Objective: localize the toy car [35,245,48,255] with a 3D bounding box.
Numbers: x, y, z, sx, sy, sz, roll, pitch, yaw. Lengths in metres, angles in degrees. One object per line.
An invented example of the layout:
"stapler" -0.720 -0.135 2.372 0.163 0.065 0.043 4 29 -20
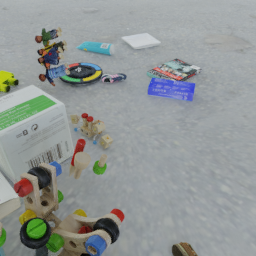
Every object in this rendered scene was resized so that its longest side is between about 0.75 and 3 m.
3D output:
"toy car" -0.974 2.595 4.190 1.972 2.053 2.500 -37 17 2

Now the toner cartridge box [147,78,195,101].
"toner cartridge box" 1.665 -1.487 10.711 1.711 0.369 0.813 10 38 12

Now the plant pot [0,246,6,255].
"plant pot" -3.827 2.384 3.917 2.758 2.935 2.935 6 36 28

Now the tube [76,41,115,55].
"tube" -1.605 -4.042 13.964 2.005 0.505 0.777 17 40 26

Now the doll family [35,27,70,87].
"doll family" -2.832 -2.586 10.189 1.233 0.837 2.134 -13 69 14

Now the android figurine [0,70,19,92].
"android figurine" -5.359 -1.880 11.209 1.770 0.363 1.611 14 40 12

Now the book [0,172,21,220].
"book" -4.106 1.412 6.802 1.851 0.666 2.771 -26 45 -37

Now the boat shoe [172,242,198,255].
"boat shoe" 1.305 2.646 5.319 0.392 0.415 1.153 -2 34 -27

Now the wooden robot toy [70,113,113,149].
"wooden robot toy" -0.993 -0.082 8.690 1.730 0.762 0.785 30 36 32

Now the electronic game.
"electronic game" -1.984 -2.309 11.762 1.839 0.383 1.839 0 38 0

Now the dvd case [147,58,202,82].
"dvd case" 2.005 -2.423 12.050 2.008 0.221 1.466 -32 48 -33

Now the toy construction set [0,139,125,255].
"toy construction set" -1.192 1.618 5.343 1.973 1.818 2.366 18 37 -7

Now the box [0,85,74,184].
"box" -2.681 0.158 7.406 1.554 1.814 1.805 29 47 35

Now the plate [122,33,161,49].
"plate" 0.670 -4.549 14.757 1.583 0.256 1.586 -15 40 -20

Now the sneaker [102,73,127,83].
"sneaker" -0.558 -1.979 11.403 1.023 0.359 0.420 -4 43 5
